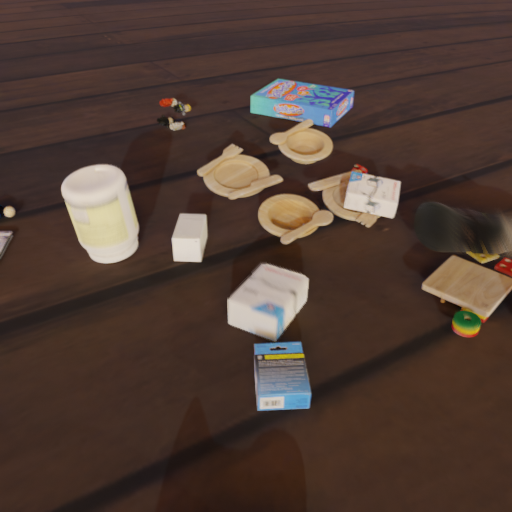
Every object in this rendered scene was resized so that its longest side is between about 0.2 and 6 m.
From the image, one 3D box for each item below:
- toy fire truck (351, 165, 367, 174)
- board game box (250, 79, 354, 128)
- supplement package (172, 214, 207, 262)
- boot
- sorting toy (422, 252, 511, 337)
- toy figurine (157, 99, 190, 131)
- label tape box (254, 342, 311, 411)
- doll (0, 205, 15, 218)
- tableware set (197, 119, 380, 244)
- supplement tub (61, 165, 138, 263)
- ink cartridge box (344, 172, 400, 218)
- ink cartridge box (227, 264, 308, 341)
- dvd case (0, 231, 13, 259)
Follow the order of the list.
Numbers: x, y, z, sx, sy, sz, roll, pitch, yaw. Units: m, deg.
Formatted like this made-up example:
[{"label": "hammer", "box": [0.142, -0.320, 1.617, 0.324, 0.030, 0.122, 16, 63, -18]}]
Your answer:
[{"label": "toy fire truck", "box": [2.239, -1.555, 11.976, 0.685, 0.237, 0.971, 28, 46, 16]}, {"label": "board game box", "box": [1.334, -4.439, 16.120, 2.455, 0.552, 1.867, 15, 37, 21]}, {"label": "supplement package", "box": [-1.188, -0.334, 10.103, 0.505, 0.504, 0.862, 2, 33, 2]}, {"label": "boot", "box": [4.142, -0.410, 9.627, 2.025, 0.805, 2.326, -1, 14, -28]}, {"label": "sorting toy", "box": [3.398, 0.527, 8.939, 1.084, 0.380, 2.248, 26, 43, 33]}, {"label": "toy figurine", "box": [-2.189, -3.769, 14.959, 0.783, 0.796, 0.554, 26, 25, 28]}, {"label": "label tape box", "box": [0.326, 1.587, 7.445, 0.680, 0.298, 0.943, -2, 34, -3]}, {"label": "doll", "box": [-5.349, -0.874, 11.122, 1.064, 0.258, 0.726, -4, 35, -5]}, {"label": "tableware set", "box": [0.811, -1.513, 11.397, 3.013, 0.418, 3.607, -27, 52, -25]}, {"label": "supplement tub", "box": [-2.648, -0.712, 9.707, 1.064, 1.467, 1.064, -4, 39, 3]}, {"label": "ink cartridge box", "box": [2.249, -1.185, 10.853, 0.975, 0.419, 0.714, 12, 48, 8]}, {"label": "ink cartridge box", "box": [0.196, 0.684, 8.603, 0.829, 0.478, 1.143, 17, 36, 23]}, {"label": "dvd case", "box": [-5.174, 0.084, 9.813, 1.297, 0.139, 1.744, -2, 34, -3]}]
